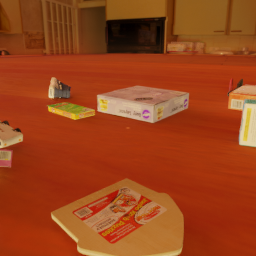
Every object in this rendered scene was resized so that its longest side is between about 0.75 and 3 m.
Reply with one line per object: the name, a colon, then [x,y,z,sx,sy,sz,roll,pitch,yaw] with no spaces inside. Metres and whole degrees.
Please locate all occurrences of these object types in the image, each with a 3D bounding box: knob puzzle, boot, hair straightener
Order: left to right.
boot: [-3.335,-1.931,13.861,0.991,0.798,2.193,4,24,-13]
knob puzzle: [0.023,1.437,4.188,1.993,0.276,1.993,0,18,0]
hair straightener: [5.673,-2.015,14.122,1.138,0.605,2.958,7,20,21]

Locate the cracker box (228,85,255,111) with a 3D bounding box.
cracker box: [5.333,-1.231,11.592,1.629,0.701,2.432,13,23,34]

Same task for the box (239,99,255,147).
box: [4.446,-0.030,7.191,2.869,1.180,0.705,7,19,19]

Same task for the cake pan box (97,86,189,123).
cake pan box: [0.660,-1.063,11.072,2.635,0.748,2.862,15,23,33]

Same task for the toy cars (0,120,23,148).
toy cars: [-4.093,0.231,7.404,2.812,0.623,1.261,3,24,-1]

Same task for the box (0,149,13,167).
box: [-2.963,0.616,5.914,0.769,0.372,0.677,-4,-10,37]

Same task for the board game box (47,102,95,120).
board game box: [-2.217,-0.686,10.662,1.909,0.286,0.912,20,26,40]
